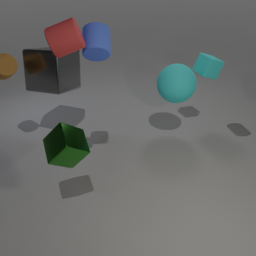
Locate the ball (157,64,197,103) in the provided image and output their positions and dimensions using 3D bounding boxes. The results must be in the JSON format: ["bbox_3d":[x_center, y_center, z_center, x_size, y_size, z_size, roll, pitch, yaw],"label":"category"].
[{"bbox_3d":[1.735,-1.588,10.032,1.400,1.400,1.400,0,31,0],"label":"ball"}]

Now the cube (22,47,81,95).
[{"bbox_3d":[-2.626,-2.047,9.822,1.400,1.400,1.400,9,20,20],"label":"cube"}]

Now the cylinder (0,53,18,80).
[{"bbox_3d":[-3.908,-1.917,8.793,0.700,0.700,0.700,-22,10,-32],"label":"cylinder"}]

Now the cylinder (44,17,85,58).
[{"bbox_3d":[-1.427,-2.053,6.390,0.700,0.700,0.700,-21,31,5],"label":"cylinder"}]

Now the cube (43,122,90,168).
[{"bbox_3d":[-1.408,0.409,6.395,0.700,0.700,0.700,21,36,-47],"label":"cube"}]

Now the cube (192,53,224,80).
[{"bbox_3d":[2.962,-2.283,10.352,0.700,0.700,0.700,5,30,-31],"label":"cube"}]

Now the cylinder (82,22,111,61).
[{"bbox_3d":[-0.791,-2.139,6.996,0.700,0.700,0.700,-2,75,-3],"label":"cylinder"}]
